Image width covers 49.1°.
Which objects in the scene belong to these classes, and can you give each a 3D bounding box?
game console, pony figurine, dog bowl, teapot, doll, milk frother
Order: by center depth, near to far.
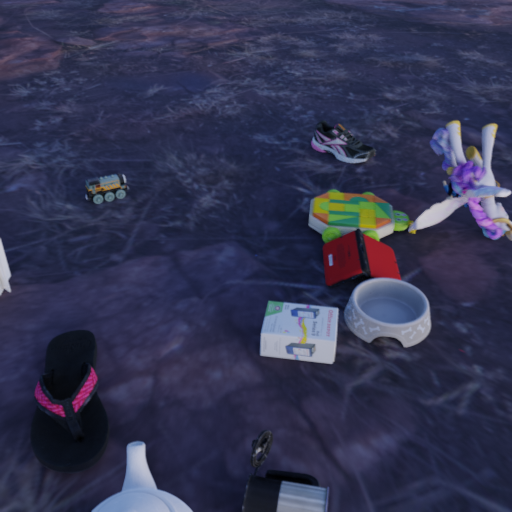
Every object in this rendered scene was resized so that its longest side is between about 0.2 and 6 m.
[{"bbox_3d":[-1.210,2.980,5.591,1.591,1.162,1.570,25,42,30],"label":"teapot"},{"bbox_3d":[0.359,2.580,6.336,0.927,0.986,0.890,6,31,8],"label":"milk frother"},{"bbox_3d":[2.186,0.888,9.256,1.420,0.416,1.420,0,36,0],"label":"dog bowl"},{"bbox_3d":[1.954,0.199,10.492,1.179,0.812,1.368,-25,29,19],"label":"game console"},{"bbox_3d":[4.170,-1.394,10.955,2.277,2.359,1.964,-5,-11,-33],"label":"pony figurine"},{"bbox_3d":[4.434,-1.567,12.498,0.575,0.843,0.204,19,7,-8],"label":"doll"}]

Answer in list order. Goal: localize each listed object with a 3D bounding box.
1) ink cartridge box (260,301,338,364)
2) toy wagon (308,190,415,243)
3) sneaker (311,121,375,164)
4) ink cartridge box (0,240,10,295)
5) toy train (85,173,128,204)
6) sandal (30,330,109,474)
[{"bbox_3d":[0.687,1.182,8.753,1.146,0.501,0.832,7,35,8],"label":"ink cartridge box"},{"bbox_3d":[2.228,-0.823,11.681,2.217,0.439,1.720,4,35,6],"label":"toy wagon"},{"bbox_3d":[2.207,-2.979,14.474,1.833,0.791,0.736,23,42,28],"label":"sneaker"},{"bbox_3d":[-4.991,0.264,9.746,1.359,0.873,0.851,-1,34,-4],"label":"ink cartridge box"},{"bbox_3d":[-3.368,-1.531,12.596,0.973,0.555,0.415,-17,39,-22],"label":"toy train"},{"bbox_3d":[-2.619,1.816,7.751,0.995,0.597,2.649,-9,36,-13],"label":"sandal"}]
